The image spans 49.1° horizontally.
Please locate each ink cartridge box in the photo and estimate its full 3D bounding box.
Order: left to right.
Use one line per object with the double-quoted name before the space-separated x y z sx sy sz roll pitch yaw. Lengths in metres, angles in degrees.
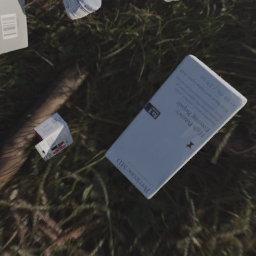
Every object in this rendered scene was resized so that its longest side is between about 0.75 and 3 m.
"ink cartridge box" -1.495 0.195 5.442 0.702 0.800 0.335 -38 69 -20

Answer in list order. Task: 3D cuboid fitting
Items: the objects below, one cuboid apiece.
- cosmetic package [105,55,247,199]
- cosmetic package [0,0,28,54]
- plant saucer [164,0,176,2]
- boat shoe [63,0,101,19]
"cosmetic package" 0.760 0.016 4.796 1.156 0.842 2.274 43 111 12
"cosmetic package" -3.679 -2.808 6.894 2.376 1.269 1.071 29 40 24
"plant saucer" 1.857 -4.262 7.591 2.193 2.193 0.550 -42 83 -20
"boat shoe" -1.412 -3.586 6.197 1.055 0.915 2.476 -17 91 31
